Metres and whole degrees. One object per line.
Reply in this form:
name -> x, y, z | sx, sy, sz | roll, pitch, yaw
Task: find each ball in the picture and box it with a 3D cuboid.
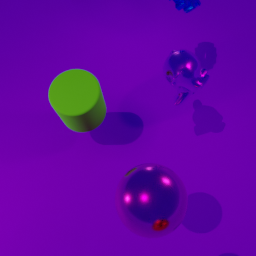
ball -> 0.335, 1.044, 4.089 | 1.058, 1.058, 1.058 | 0, 56, 0

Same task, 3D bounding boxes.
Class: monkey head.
monkey head -> 1.183, -1.153, 6.430 | 1.013, 1.210, 1.681 | 30, 30, -13

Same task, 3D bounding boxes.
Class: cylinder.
cylinder -> -1.226, -0.652, 7.081 | 1.228, 1.228, 1.228 | -1, 70, 2

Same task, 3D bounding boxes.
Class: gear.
gear -> 1.449, -3.948, 7.596 | 0.290, 1.570, 1.570 | -14, 41, 46
